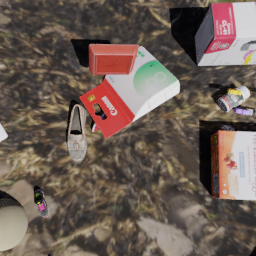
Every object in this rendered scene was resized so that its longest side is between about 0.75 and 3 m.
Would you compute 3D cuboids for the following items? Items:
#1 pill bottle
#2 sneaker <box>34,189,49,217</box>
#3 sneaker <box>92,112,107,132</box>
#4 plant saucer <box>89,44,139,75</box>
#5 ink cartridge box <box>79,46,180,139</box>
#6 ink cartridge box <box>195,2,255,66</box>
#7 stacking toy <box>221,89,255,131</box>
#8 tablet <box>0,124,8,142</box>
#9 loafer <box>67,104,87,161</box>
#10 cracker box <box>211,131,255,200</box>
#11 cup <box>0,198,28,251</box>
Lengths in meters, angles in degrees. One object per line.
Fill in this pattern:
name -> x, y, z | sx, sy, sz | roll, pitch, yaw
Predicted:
pill bottle -> 3.348, -0.935, 8.859 | 0.892, 0.508, 0.508 | -33, 81, -6
sneaker -> -2.596, 2.244, 8.303 | 0.316, 0.374, 0.855 | -19, 80, -4
sneaker -> -0.747, -0.127, 8.815 | 0.456, 0.289, 0.812 | 33, 79, 10
plant saucer -> -0.414, -1.802, 7.649 | 1.291, 1.293, 0.237 | -2, 71, -8
ink cartridge box -> -0.082, -1.174, 8.452 | 2.590, 0.649, 2.084 | -31, 53, -7
ink cartridge box -> 3.583, -2.778, 8.475 | 2.673, 1.973, 1.145 | -1, 79, 0
stacking toy -> 3.791, -0.476, 8.565 | 1.724, 0.405, 1.300 | 6, 105, 0
tablet -> -4.526, -0.034, 8.899 | 0.879, 0.092, 1.351 | -34, 80, -6
loafer -> -1.600, 0.130, 8.627 | 0.631, 0.552, 1.754 | 0, 79, 0
cracker box -> 4.010, 1.142, 8.277 | 2.915, 0.841, 1.953 | 2, 79, 0
cup -> -3.738, 2.756, 7.851 | 1.499, 1.072, 1.499 | 0, 78, 0
